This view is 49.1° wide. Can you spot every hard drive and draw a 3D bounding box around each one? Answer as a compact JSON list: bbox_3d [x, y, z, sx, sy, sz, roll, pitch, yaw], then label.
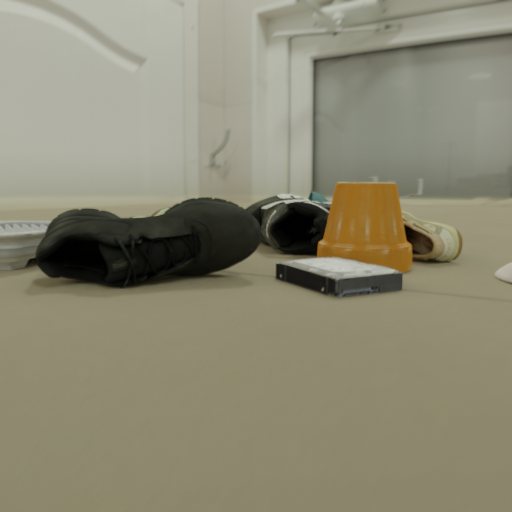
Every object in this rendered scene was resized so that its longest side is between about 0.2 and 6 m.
[{"bbox_3d":[1.192,0.289,8.408,1.179,0.319,1.688,-4,10,-26],"label":"hard drive"}]

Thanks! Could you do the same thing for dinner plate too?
[{"bbox_3d":[5.205,0.165,8.642,2.813,0.341,2.813,-3,7,0],"label":"dinner plate"}]

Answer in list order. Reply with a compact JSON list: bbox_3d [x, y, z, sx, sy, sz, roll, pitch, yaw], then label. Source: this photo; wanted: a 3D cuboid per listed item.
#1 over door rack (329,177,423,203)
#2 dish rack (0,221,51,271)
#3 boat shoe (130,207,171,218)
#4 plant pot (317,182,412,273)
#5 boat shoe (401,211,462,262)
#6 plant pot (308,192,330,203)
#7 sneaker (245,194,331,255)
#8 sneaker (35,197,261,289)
[{"bbox_3d":[3.641,-1.629,18.519,2.288,1.031,3.097,-3,-12,-35],"label":"over door rack"},{"bbox_3d":[-4.797,-0.270,11.018,2.786,0.707,3.246,2,8,17],"label":"dish rack"},{"bbox_3d":[-2.129,-0.549,13.205,0.927,0.872,2.433,19,20,19],"label":"boat shoe"},{"bbox_3d":[1.917,-0.539,9.919,1.664,1.524,1.664,0,8,0],"label":"plant pot"},{"bbox_3d":[2.843,-0.405,11.333,0.847,0.941,2.609,-4,14,-33],"label":"boat shoe"},{"bbox_3d":[1.996,-1.371,17.759,0.798,1.185,1.185,14,7,-5],"label":"plant pot"},{"bbox_3d":[0.652,-0.725,12.305,1.689,1.241,3.734,-3,10,-42],"label":"sneaker"},{"bbox_3d":[-1.632,-0.067,8.567,3.464,1.316,1.572,-7,18,0],"label":"sneaker"}]
